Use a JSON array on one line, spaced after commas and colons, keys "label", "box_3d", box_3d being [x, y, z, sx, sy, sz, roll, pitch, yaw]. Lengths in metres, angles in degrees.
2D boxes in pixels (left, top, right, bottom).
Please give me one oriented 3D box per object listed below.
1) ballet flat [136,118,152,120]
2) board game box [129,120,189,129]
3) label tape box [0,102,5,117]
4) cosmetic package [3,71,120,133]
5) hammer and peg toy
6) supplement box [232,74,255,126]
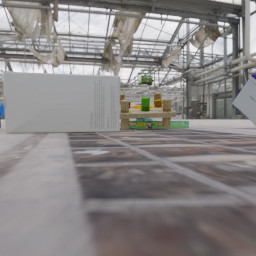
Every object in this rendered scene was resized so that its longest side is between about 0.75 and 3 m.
[{"label": "ballet flat", "box_3d": [0.743, -0.288, 12.489, 0.848, 0.315, 0.315, 4, 4, 23]}, {"label": "board game box", "box_3d": [0.864, -0.114, 8.383, 1.586, 0.231, 1.067, 0, 1, -17]}, {"label": "label tape box", "box_3d": [-3.173, -0.594, 8.135, 0.684, 0.300, 0.949, -33, -16, 29]}, {"label": "cosmetic package", "box_3d": [-1.365, -0.531, 6.015, 2.296, 1.235, 0.974, 1, 4, -13]}, {"label": "hammer and peg toy", "box_3d": [0.067, -0.526, 7.753, 2.194, 0.773, 1.613, -2, 16, -5]}, {"label": "supplement box", "box_3d": [4.158, -0.799, 7.889, 2.059, 1.064, 1.042, -6, 46, -33]}]
